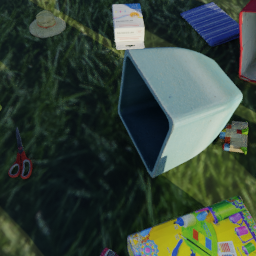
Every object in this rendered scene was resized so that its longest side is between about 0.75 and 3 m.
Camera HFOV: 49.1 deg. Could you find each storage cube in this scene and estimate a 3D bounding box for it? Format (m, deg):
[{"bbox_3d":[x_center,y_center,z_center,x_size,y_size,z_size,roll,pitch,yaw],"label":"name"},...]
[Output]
[{"bbox_3d":[5.247,-2.960,8.608,2.933,2.507,2.636,21,56,37],"label":"storage cube"}]

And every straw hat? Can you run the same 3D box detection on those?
[{"bbox_3d":[-3.207,-4.223,10.936,1.449,0.613,1.449,0,57,0],"label":"straw hat"}]

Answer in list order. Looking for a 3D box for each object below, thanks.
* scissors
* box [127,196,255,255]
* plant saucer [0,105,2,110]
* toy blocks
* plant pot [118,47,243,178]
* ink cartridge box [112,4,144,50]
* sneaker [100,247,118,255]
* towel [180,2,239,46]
[{"bbox_3d":[-3.010,0.670,8.022,0.629,0.120,1.719,-6,56,-1],"label":"scissors"},{"bbox_3d":[1.548,3.112,5.506,2.473,1.567,2.568,-16,59,-10],"label":"box"},{"bbox_3d":[-5.329,-0.832,8.776,1.961,0.470,1.964,-34,63,-21],"label":"plant saucer"},{"bbox_3d":[3.010,0.231,8.102,0.789,0.577,1.154,6,55,17],"label":"toy blocks"},{"bbox_3d":[1.432,-0.600,7.556,2.555,2.502,2.508,-16,58,-19],"label":"plant pot"},{"bbox_3d":[0.011,-3.897,10.691,1.113,0.656,1.933,-4,57,-3],"label":"ink cartridge box"},{"bbox_3d":[-0.582,3.224,6.112,0.422,0.456,1.131,22,59,11],"label":"sneaker"},{"bbox_3d":[3.350,-4.131,11.137,1.630,0.269,2.252,-22,58,-11],"label":"towel"}]
